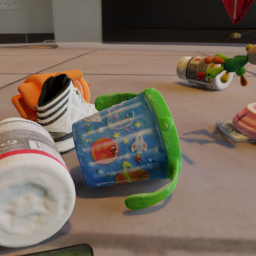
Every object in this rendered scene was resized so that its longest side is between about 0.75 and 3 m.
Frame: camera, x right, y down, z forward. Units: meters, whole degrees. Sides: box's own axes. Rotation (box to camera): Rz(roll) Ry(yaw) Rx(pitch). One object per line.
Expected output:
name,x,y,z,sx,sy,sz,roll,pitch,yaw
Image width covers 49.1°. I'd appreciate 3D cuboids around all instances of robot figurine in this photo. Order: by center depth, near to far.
robot figurine,-2.089,-0.890,8.108,1.395,1.720,2.392,18,23,31

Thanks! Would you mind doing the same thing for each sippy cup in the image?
sippy cup,-0.109,0.291,5.178,1.654,1.772,2.257,-14,13,-8

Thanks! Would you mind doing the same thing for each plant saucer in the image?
plant saucer,4.039,-0.174,7.510,2.297,0.582,2.297,4,21,-1

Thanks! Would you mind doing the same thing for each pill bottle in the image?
pill bottle,-1.762,0.621,4.546,1.325,1.325,2.393,-9,22,-22
pill bottle,3.556,-2.679,13.234,1.425,1.425,2.448,-14,26,-33

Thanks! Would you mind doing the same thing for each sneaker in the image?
sneaker,-1.197,-0.620,7.308,1.115,1.700,2.955,10,23,24

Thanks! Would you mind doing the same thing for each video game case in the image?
video game case,3.244,0.062,7.714,1.219,0.147,1.337,-2,20,-5

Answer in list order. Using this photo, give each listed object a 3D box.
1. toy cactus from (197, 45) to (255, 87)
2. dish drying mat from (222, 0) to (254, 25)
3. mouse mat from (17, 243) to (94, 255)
toy cactus,2.651,-1.468,6.356,1.873,0.958,1.546,-12,1,-23
dish drying mat,1.737,-2.567,4.913,0.137,0.580,1.511,-7,64,-13
mouse mat,-1.193,1.888,2.980,1.805,0.068,1.452,-4,21,-14
